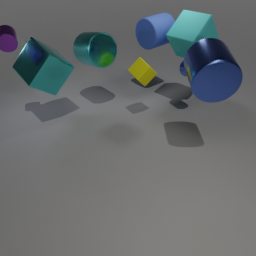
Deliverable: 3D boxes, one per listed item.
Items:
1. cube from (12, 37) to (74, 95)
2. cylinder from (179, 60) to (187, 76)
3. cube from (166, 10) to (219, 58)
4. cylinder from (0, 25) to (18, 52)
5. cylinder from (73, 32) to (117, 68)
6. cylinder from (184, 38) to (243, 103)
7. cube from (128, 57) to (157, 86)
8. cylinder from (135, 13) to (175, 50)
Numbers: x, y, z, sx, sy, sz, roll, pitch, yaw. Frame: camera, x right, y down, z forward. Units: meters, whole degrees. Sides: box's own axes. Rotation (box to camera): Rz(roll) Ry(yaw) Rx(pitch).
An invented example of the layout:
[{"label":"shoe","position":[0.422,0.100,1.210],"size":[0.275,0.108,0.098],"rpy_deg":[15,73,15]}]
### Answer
[{"label":"cube","position":[-3.245,-2.337,10.788],"size":[1.400,1.400,1.400],"rpy_deg":[44,14,28]},{"label":"cylinder","position":[2.587,-2.435,11.451],"size":[0.700,0.700,0.700],"rpy_deg":[-15,22,-22]},{"label":"cube","position":[2.718,-3.835,11.761],"size":[1.400,1.400,1.400],"rpy_deg":[30,83,37]},{"label":"cylinder","position":[-4.280,-3.148,9.863],"size":[0.700,0.700,0.700],"rpy_deg":[-11,49,-16]},{"label":"cylinder","position":[-1.403,-3.329,11.863],"size":[1.400,1.400,1.400],"rpy_deg":[-21,28,-29]},{"label":"cylinder","position":[2.440,-1.697,8.214],"size":[1.400,1.400,1.400],"rpy_deg":[0,42,-1]},{"label":"cube","position":[0.575,-2.229,11.112],"size":[0.700,0.700,0.700],"rpy_deg":[51,13,30]},{"label":"cylinder","position":[1.305,-4.512,13.045],"size":[1.400,1.400,1.400],"rpy_deg":[-28,41,-31]}]
